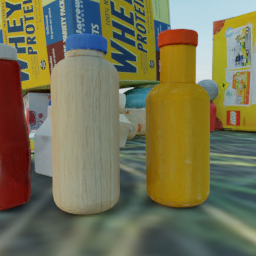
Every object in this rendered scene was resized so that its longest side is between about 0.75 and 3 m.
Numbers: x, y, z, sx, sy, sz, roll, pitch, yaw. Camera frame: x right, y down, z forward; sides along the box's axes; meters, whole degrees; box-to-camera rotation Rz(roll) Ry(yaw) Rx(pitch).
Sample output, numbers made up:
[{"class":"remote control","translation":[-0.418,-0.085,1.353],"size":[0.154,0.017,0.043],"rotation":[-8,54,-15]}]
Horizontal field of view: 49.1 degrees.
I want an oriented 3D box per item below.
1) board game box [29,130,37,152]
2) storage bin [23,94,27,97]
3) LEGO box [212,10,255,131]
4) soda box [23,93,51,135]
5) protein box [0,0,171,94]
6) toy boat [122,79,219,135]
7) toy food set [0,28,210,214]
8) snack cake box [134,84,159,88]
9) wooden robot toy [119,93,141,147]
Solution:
[{"class":"board game box","translation":[-0.977,0.146,3.847],"size":[0.714,0.224,1.494],"rotation":[-2,7,-17]},{"class":"storage bin","translation":[-2.153,-0.838,8.038],"size":[1.754,1.901,2.611],"rotation":[-10,2,10]},{"class":"LEGO box","translation":[2.847,-1.167,6.028],"size":[0.967,2.505,1.866],"rotation":[-4,6,-38]},{"class":"soda box","translation":[-1.757,-0.284,5.746],"size":[0.700,0.773,2.209],"rotation":[-2,4,-22]},{"class":"protein box","translation":[-0.867,-1.618,5.466],"size":[2.521,1.713,2.539],"rotation":[-1,6,41]},{"class":"toy boat","translation":[0.767,-0.484,6.008],"size":[2.468,1.147,2.075],"rotation":[-1,3,-12]},{"class":"toy food set","translation":[-0.526,-0.070,1.783],"size":[1.940,0.873,0.926],"rotation":[3,5,40]},{"class":"snack cake box","translation":[0.682,-0.636,6.916],"size":[0.774,1.346,0.452],"rotation":[1,38,25]},{"class":"wooden robot toy","translation":[-0.178,-0.166,4.244],"size":[0.930,0.903,2.050],"rotation":[10,1,-19]}]
